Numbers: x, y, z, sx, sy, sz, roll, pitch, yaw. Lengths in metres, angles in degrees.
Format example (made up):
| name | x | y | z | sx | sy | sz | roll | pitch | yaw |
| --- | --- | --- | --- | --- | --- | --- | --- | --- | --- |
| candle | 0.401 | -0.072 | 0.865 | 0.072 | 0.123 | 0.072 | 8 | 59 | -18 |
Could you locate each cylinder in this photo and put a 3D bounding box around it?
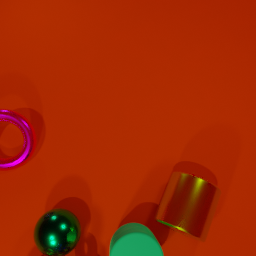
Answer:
| name | x | y | z | sx | sy | sz | roll | pitch | yaw |
| --- | --- | --- | --- | --- | --- | --- | --- | --- | --- |
| cylinder | 1.296 | 1.693 | 6.073 | 1.134 | 1.134 | 1.134 | 23 | 73 | 8 |
| cylinder | 0.138 | 2.489 | 5.555 | 1.012 | 1.012 | 1.012 | 0 | 81 | -3 |

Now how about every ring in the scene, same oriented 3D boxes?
| name | x | y | z | sx | sy | sz | roll | pitch | yaw |
| --- | --- | --- | --- | --- | --- | --- | --- | --- | --- |
| ring | -2.962 | 0.293 | 6.681 | 1.506 | 0.301 | 1.506 | -2 | 100 | -9 |

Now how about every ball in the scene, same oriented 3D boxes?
| name | x | y | z | sx | sy | sz | roll | pitch | yaw |
| --- | --- | --- | --- | --- | --- | --- | --- | --- | --- |
| ball | -1.498 | 2.223 | 5.973 | 0.987 | 0.987 | 0.987 | 0 | 71 | 0 |
